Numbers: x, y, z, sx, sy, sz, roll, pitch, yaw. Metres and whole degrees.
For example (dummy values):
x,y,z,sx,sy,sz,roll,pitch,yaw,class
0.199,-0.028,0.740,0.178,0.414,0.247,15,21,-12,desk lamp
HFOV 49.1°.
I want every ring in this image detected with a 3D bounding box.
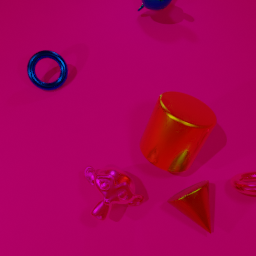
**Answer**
x,y,z,sx,sy,sz,roll,pitch,yaw,class
2.979,1.242,6.424,1.203,1.203,0.241,-8,95,-4,ring
-2.268,-1.625,7.927,1.130,0.226,1.130,-4,104,-15,ring

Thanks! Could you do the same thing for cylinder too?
x,y,z,sx,sy,sz,roll,pitch,yaw,class
1.124,0.080,6.526,1.384,1.384,1.384,14,35,-10,cylinder

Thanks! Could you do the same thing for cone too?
x,y,z,sx,sy,sz,roll,pitch,yaw,class
1.595,1.885,6.271,1.053,1.053,1.057,-26,81,-12,cone

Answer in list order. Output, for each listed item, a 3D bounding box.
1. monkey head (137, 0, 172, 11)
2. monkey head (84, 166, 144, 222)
x,y,z,sx,sy,sz,roll,pitch,yaw,class
0.967,-4.247,8.702,1.671,1.007,1.202,-2,38,35,monkey head
-0.403,1.503,6.418,1.614,0.973,1.161,29,85,1,monkey head
